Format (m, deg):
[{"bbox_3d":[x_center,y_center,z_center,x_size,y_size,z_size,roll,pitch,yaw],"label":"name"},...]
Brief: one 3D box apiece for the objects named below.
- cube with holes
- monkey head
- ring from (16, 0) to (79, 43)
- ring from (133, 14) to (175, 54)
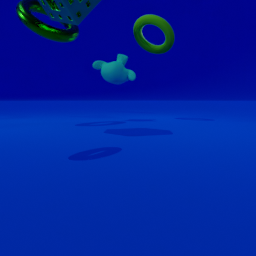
[{"bbox_3d":[-1.513,-3.412,6.870,1.121,1.121,1.121,24,-20,36],"label":"cube with holes"},{"bbox_3d":[-0.413,-2.274,10.641,1.695,1.219,1.021,19,4,8],"label":"monkey head"},{"bbox_3d":[-2.581,-3.522,9.166,2.078,0.416,2.078,23,36,-18],"label":"ring"},{"bbox_3d":[1.015,-3.686,11.131,1.743,0.349,1.743,22,-30,13],"label":"ring"}]
